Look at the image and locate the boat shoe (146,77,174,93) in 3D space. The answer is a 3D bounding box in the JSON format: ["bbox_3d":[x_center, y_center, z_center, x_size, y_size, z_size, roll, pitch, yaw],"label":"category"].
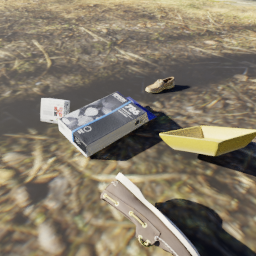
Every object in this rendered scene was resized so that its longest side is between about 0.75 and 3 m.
[{"bbox_3d":[1.186,-1.619,10.363,1.216,0.392,0.433,-20,40,-25],"label":"boat shoe"}]

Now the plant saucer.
[{"bbox_3d":[2.020,0.303,7.022,1.794,0.435,1.794,-10,10,-38],"label":"plant saucer"}]

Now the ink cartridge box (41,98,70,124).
[{"bbox_3d":[-2.270,-0.529,8.704,0.824,0.724,0.346,9,9,17],"label":"ink cartridge box"}]

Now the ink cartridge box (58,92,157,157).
[{"bbox_3d":[-0.505,-0.301,8.169,2.720,0.533,1.352,-30,53,-33],"label":"ink cartridge box"}]

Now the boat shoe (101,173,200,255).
[{"bbox_3d":[0.363,1.775,5.224,0.658,0.794,2.211,-44,60,-11],"label":"boat shoe"}]
